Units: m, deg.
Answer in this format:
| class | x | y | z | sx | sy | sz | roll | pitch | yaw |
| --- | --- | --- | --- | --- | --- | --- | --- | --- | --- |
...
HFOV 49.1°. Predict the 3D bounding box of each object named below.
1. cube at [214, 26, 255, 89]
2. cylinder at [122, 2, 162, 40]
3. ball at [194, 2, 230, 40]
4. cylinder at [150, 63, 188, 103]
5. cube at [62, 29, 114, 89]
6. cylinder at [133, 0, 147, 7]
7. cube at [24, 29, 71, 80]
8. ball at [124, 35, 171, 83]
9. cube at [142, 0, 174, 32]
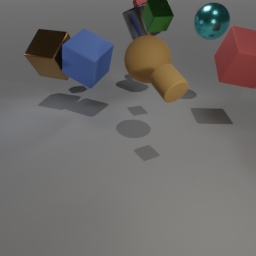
| class | x | y | z | sx | sy | sz | roll | pitch | yaw |
| --- | --- | --- | --- | --- | --- | --- | --- | --- | --- |
| cube | 4.007 | -2.424 | 9.690 | 1.400 | 1.400 | 1.400 | 9 | 54 | -8 |
| cylinder | 0.641 | -4.722 | 12.483 | 1.400 | 1.400 | 1.400 | -21 | 22 | 9 |
| ball | 3.355 | -4.268 | 11.232 | 1.400 | 1.400 | 1.400 | 0 | 28 | 0 |
| cylinder | 1.012 | -1.111 | 6.936 | 0.700 | 0.700 | 0.700 | -16 | 57 | -27 |
| cube | -1.569 | -2.677 | 10.827 | 1.400 | 1.400 | 1.400 | 30 | 52 | 9 |
| cylinder | 0.637 | -5.943 | 13.163 | 0.700 | 0.700 | 0.700 | -6 | 16 | -10 |
| cube | -3.067 | -2.998 | 11.486 | 1.400 | 1.400 | 1.400 | 12 | 67 | 18 |
| ball | 0.587 | -2.047 | 8.397 | 1.400 | 1.400 | 1.400 | 0 | 28 | 0 |
| cube | 0.928 | -3.561 | 8.890 | 0.700 | 0.700 | 0.700 | -10 | 71 | -17 |
